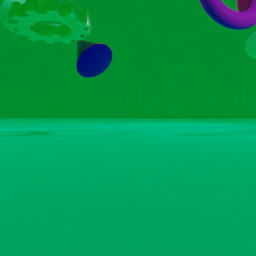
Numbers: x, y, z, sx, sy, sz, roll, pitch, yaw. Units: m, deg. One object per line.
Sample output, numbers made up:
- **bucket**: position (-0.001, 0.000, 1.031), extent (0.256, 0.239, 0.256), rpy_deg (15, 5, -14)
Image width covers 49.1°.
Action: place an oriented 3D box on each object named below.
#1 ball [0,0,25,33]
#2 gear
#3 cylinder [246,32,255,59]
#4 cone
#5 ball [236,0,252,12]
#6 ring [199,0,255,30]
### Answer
- **ball**: position (-3.148, -3.238, 8.076), extent (1.004, 1.004, 1.004), rpy_deg (0, 2, 0)
- **gear**: position (-1.631, -2.222, 5.920), extent (1.620, 0.300, 1.620), rpy_deg (-1, -4, 0)
- **cylinder**: position (3.911, -2.298, 7.948), extent (0.796, 0.796, 0.796), rpy_deg (0, 30, -10)
- **cone**: position (-1.620, -3.008, 10.811), extent (1.510, 1.510, 1.515), rpy_deg (-2, 47, -46)
- **ball**: position (3.397, -3.292, 7.132), extent (1.194, 1.194, 1.194), rpy_deg (0, 2, 0)
- **ring**: position (2.330, -3.057, 6.168), extent (1.838, 1.838, 0.368), rpy_deg (-1, -7, -17)
